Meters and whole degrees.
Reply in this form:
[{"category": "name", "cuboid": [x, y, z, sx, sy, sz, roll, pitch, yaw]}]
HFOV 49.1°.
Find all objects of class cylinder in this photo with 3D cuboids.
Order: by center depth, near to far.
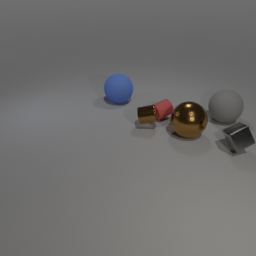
[{"category": "cylinder", "cuboid": [0.784, -0.541, 11.188, 0.700, 0.700, 0.700, -9, 28, 14]}, {"category": "cylinder", "cuboid": [1.450, -0.797, 11.903, 0.700, 0.700, 0.700, -25, 37, -18]}]

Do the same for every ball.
[{"category": "ball", "cuboid": [2.314, -0.314, 10.666, 1.400, 1.400, 1.400, 0, 30, 0]}, {"category": "ball", "cuboid": [4.088, -0.914, 11.706, 1.400, 1.400, 1.400, 0, 30, 0]}, {"category": "ball", "cuboid": [-0.448, -1.892, 13.374, 1.400, 1.400, 1.400, 0, 30, 0]}]

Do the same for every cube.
[{"category": "cube", "cuboid": [3.830, 0.301, 9.719, 0.700, 0.700, 0.700, -27, 12, 4]}]
